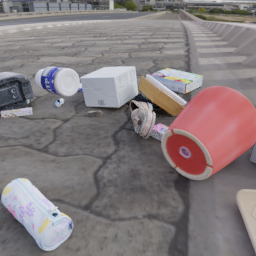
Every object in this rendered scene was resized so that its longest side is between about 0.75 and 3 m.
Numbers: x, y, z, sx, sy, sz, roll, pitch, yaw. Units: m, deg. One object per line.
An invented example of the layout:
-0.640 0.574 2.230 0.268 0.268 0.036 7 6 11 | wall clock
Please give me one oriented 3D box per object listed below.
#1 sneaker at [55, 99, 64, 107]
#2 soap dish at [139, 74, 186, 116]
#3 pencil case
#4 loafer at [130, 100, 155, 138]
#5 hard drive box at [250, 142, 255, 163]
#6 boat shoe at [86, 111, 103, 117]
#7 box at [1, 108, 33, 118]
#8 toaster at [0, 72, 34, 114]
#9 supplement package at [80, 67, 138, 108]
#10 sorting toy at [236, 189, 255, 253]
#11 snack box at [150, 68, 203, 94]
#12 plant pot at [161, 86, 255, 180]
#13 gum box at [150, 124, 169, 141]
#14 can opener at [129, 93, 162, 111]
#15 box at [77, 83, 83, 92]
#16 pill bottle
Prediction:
-3.347 -1.296 13.760 0.310 0.313 0.864 0 26 3 | sneaker
1.507 -1.497 12.836 1.710 0.883 2.173 30 12 -29 | soap dish
-2.217 1.985 6.683 2.054 0.932 0.854 23 44 40 | pencil case
0.463 -0.429 11.114 0.915 1.046 2.910 21 19 -6 | loafer
5.704 0.829 8.802 2.132 1.051 2.735 -21 34 -37 | hard drive box
-1.502 -0.686 12.601 0.765 0.285 0.281 -1 27 -4 | boat shoe
-5.005 -0.685 12.614 1.327 0.257 0.275 -9 29 -17 | box
-6.007 -1.647 13.103 2.797 1.590 1.807 -29 35 -35 | toaster
-0.846 -2.029 13.649 1.930 1.484 2.018 6 27 30 | supplement package
3.879 2.462 6.390 2.277 0.449 2.460 2 32 5 | sorting toy
2.754 -2.773 16.222 2.536 0.672 1.804 23 35 37 | snack box
2.392 0.251 8.679 2.518 2.518 2.228 24 46 39 | plant pot
1.396 0.222 10.751 0.594 0.346 1.047 -21 34 -35 | gum box
0.876 -1.121 13.067 2.013 0.638 0.791 22 78 51 | can opener
-2.485 -2.333 15.855 0.737 0.257 1.238 18 34 30 | box
-2.886 -1.893 11.202 1.798 1.076 1.076 15 30 41 | pill bottle
